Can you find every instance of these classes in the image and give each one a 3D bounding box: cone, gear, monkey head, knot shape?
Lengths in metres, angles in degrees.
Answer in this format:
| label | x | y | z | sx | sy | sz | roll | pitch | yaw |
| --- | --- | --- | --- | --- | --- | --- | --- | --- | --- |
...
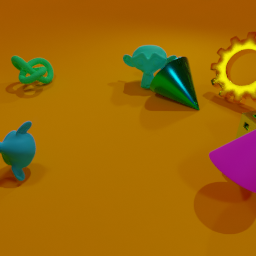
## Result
| label | x | y | z | sx | sy | sz | roll | pitch | yaw |
| --- | --- | --- | --- | --- | --- | --- | --- | --- | --- |
| cone | 1.646 | -1.063 | 8.262 | 1.451 | 1.451 | 1.457 | -24 | 68 | -31 |
| gear | 3.432 | -1.707 | 8.113 | 2.040 | 2.040 | 0.377 | 33 | 14 | 38 |
| monkey head | 0.694 | -2.033 | 9.228 | 1.850 | 1.331 | 1.115 | 3 | 21 | 7 |
| knot shape | -3.213 | -1.938 | 9.192 | 1.333 | 0.658 | 1.425 | 25 | 26 | 3 |
| monkey head | -2.323 | 0.429 | 5.642 | 0.730 | 1.211 | 0.871 | 7 | -1 | 31 |
| cone | 2.228 | 0.327 | 4.891 | 1.143 | 1.147 | 1.143 | 25 | 21 | -10 |

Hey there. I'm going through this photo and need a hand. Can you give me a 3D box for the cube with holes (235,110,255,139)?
| label | x | y | z | sx | sy | sz | roll | pitch | yaw |
| --- | --- | --- | --- | --- | --- | --- | --- | --- | --- |
| cube with holes | 3.055 | 0.391 | 5.687 | 1.187 | 1.187 | 1.187 | -11 | 36 | -16 |
